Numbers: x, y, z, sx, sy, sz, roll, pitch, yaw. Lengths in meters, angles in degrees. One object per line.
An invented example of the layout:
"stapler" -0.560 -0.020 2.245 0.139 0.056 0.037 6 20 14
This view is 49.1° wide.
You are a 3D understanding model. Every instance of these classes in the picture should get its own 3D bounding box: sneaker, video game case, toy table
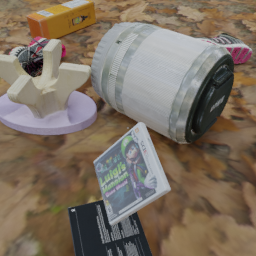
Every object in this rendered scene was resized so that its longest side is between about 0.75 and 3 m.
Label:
"sneaker" 2.969 -2.741 9.517 2.254 0.831 0.986 4 42 -1
"video game case" -0.012 0.525 3.189 0.107 0.920 0.836 13 47 -43
"toy table" -2.157 -0.956 6.988 2.702 1.582 2.484 0 43 -1
"sneaker" -2.826 -2.123 8.667 0.959 1.035 2.568 12 43 9

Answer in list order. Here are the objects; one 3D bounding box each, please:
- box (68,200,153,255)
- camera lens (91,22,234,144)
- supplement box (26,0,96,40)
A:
"box" -0.274 1.970 4.478 1.134 0.634 1.607 -9 43 -14
"camera lens" 0.825 -1.104 6.618 2.823 2.258 2.258 29 50 28
"supplement box" -2.554 -4.343 11.177 0.945 0.914 2.748 31 50 32
